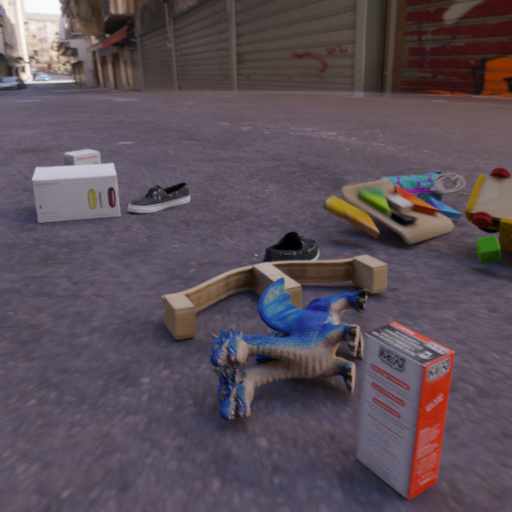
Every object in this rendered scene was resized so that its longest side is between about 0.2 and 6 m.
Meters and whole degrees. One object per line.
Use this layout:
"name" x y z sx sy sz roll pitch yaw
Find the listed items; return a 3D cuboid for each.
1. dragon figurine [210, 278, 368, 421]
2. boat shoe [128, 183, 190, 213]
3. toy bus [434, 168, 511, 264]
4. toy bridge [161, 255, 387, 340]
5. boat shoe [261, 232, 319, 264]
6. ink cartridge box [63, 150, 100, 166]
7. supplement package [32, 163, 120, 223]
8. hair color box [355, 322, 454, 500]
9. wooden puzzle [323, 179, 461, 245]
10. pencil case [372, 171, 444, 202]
"dragon figurine" 0.549 0.924 7.338 1.692 1.002 3.403 7 23 16
"boat shoe" -2.464 -1.534 14.329 1.818 0.602 0.636 -16 26 -36
"toy bus" 5.247 -0.700 10.986 2.560 1.402 2.713 -23 49 5
"toy bridge" 0.311 0.498 9.105 3.810 0.518 1.281 -11 21 -24
"boat shoe" 0.664 -0.140 10.637 0.694 0.616 1.857 13 23 35
"ink cartridge box" -4.734 -2.251 15.369 0.496 1.198 0.873 16 26 35
"supplement package" -4.410 -1.592 13.828 1.923 1.066 1.498 -7 22 -15
"hair color box" 1.380 1.455 5.322 0.444 1.451 0.736 -14 25 -32
"wooden puzzle" 3.144 -1.078 12.452 2.203 0.382 3.265 38 38 27
"pencil case" 3.934 -1.707 14.503 1.906 0.811 0.881 -9 12 -21
